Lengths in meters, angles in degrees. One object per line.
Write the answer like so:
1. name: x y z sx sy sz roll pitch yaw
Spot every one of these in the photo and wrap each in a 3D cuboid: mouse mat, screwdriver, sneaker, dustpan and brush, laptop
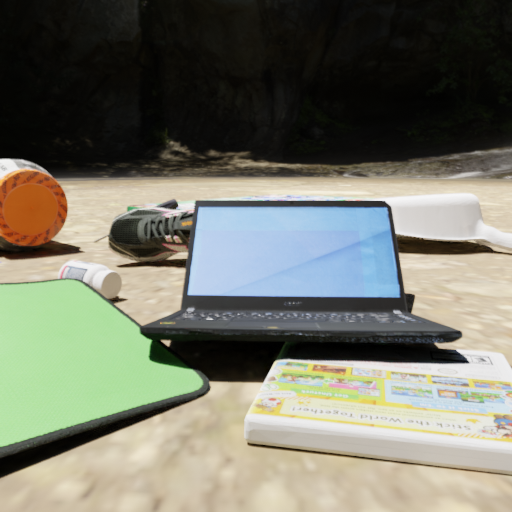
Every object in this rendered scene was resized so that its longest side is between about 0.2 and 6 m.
1. mouse mat: -1.819 0.631 3.570 2.547 0.096 2.050 -6 25 -45
2. screwdriver: -2.116 -0.590 9.907 1.640 0.229 0.239 -28 -4 -13
3. sneaker: -1.101 -0.416 8.295 2.134 0.857 0.921 -4 -11 -16
4. dustpan and brush: 3.488 -0.539 9.730 3.621 1.036 2.527 2 9 41
5. laptop: 0.353 -0.012 5.161 2.286 1.332 2.579 0 -1 3

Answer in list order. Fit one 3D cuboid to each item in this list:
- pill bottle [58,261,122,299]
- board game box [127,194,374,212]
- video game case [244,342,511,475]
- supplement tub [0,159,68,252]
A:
1. pill bottle: -1.866 0.287 6.323 0.679 0.406 0.406 7 12 33
2. board game box: 0.157 -0.827 11.876 3.192 0.691 4.744 9 13 40
3. video game case: 0.870 0.876 3.592 1.611 0.184 1.466 3 10 12
4. supplement tub: -4.462 -0.914 9.884 1.570 1.570 2.563 -9 12 -43
